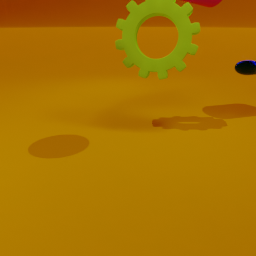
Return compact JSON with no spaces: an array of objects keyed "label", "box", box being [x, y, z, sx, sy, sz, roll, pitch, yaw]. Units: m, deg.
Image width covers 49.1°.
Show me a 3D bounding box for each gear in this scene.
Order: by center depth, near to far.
[{"label":"gear","box":[0.682,-2.137,6.593,1.937,1.937,0.358,4,13,10]}]

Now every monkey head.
[{"label":"monkey head","box":[1.936,-0.707,3.332,1.155,0.831,0.696,17,63,34]}]

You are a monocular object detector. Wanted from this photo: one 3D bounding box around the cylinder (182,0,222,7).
[{"label":"cylinder","box":[1.664,-3.740,6.773,1.305,1.305,1.305,4,19,-21]}]
